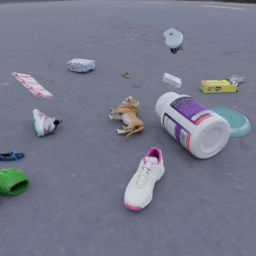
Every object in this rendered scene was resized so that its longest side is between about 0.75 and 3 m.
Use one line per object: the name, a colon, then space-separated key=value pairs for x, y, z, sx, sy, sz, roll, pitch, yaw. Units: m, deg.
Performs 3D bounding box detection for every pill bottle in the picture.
pill bottle: x=2.287 y=-0.273 z=10.710 sx=1.639 sy=1.639 sz=2.941 roll=-14 pitch=34 yaw=-21

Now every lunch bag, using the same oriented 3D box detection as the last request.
lunch bag: x=-2.901 y=-3.959 z=17.674 sx=1.617 sy=0.611 sz=1.296 roll=15 pitch=33 yaw=24

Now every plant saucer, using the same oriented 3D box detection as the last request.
plant saucer: x=4.114 y=-0.325 z=12.073 sx=2.269 sy=0.311 sz=2.269 roll=0 pitch=31 yaw=0

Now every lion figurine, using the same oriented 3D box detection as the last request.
lion figurine: x=0.106 y=-0.363 z=11.806 sx=1.488 sy=0.880 sz=2.429 roll=-6 pitch=45 yaw=-23

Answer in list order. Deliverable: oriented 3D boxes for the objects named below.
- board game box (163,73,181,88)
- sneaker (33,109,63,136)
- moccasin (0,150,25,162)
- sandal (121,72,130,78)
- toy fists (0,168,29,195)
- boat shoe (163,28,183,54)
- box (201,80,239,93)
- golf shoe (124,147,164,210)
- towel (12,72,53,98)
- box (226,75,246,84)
board game box: x=1.443 y=-1.569 z=9.164 sx=0.576 sy=0.147 sz=0.857 roll=23 pitch=22 yaw=0
sneaker: x=-3.349 y=-0.288 z=11.782 sx=1.145 sy=0.636 sz=1.637 roll=-10 pitch=42 yaw=-19
moccasin: x=-4.132 y=0.999 z=9.922 sx=0.879 sy=0.300 sz=0.354 roll=-10 pitch=33 yaw=-16
sandal: x=-0.140 y=-3.259 z=16.870 sx=0.353 sy=0.237 sz=0.879 roll=-15 pitch=35 yaw=-22
toy fists: x=-3.931 y=1.798 z=8.360 sx=0.933 sy=0.629 sz=1.830 roll=32 pitch=42 yaw=31
boat shoe: x=1.859 y=-3.206 z=10.748 sx=0.657 sy=0.843 sz=1.857 roll=-26 pitch=29 yaw=16
box: x=4.905 y=-2.237 z=14.995 sx=1.849 sy=0.463 sz=0.696 roll=-2 pitch=32 yaw=-3
golf shoe: x=0.488 y=1.460 z=8.506 sx=0.855 sy=1.039 sz=2.270 roll=13 pitch=35 yaw=18
towel: x=-3.388 y=-1.549 z=10.053 sx=1.347 sy=0.201 sz=0.986 roll=41 pitch=11 yaw=7
box: x=6.200 y=-2.755 z=16.069 sx=0.916 sy=0.225 sz=0.739 roll=-25 pitch=38 yaw=-35
